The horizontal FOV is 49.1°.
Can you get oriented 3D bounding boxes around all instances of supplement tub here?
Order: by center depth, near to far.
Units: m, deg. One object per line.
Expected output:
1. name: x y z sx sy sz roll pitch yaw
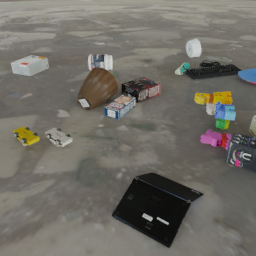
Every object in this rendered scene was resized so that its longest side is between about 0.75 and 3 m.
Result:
1. supplement tub: -1.325 -3.157 13.510 1.096 0.769 0.769 0 31 1

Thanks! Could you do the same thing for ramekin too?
1. ramekin: 3.581 -4.364 15.391 0.483 0.991 0.991 -15 33 -9

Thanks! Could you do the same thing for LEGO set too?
1. LEGO set: 2.651 -0.546 8.860 1.135 1.055 2.767 7 30 11

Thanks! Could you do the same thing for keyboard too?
1. keyboard: 4.005 -2.893 13.333 2.688 0.533 1.399 -9 32 -17

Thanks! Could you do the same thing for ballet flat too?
1. ballet flat: 2.567 -2.836 13.396 0.416 0.416 1.158 19 35 28

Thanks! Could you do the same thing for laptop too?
1. laptop: 0.689 1.658 6.085 1.373 0.800 1.549 19 61 30

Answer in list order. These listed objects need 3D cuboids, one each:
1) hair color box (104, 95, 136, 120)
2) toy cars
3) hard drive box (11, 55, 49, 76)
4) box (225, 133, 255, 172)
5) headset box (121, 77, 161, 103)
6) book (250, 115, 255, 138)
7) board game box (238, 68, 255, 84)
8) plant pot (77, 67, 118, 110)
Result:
1. hair color box: -0.260 -0.753 9.867 0.595 0.360 1.191 16 34 25
2. toy cars: -2.451 0.321 8.073 1.749 0.387 0.784 3 33 -2
3. hard drive box: -4.703 -3.024 13.524 1.078 0.531 1.383 12 33 21
4. box: 3.158 0.657 7.172 1.103 0.674 0.585 17 33 27
5. headset box: 0.566 -1.548 11.056 1.352 0.507 1.005 -22 37 -32
6. book: 4.614 0.450 7.722 1.528 0.550 2.288 1 31 -3
7. board game box: 5.738 -2.217 12.417 1.626 0.317 1.285 -13 37 -10
8. plant pot: -1.219 -1.297 10.151 1.262 1.262 1.351 15 49 24
